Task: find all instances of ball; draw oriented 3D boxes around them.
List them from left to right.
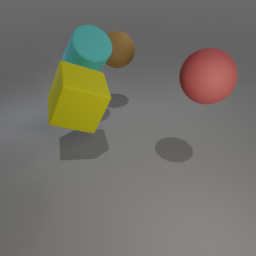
[{"bbox_3d":[-0.422,-3.075,11.034,1.400,1.400,1.400,0,33,0],"label":"ball"},{"bbox_3d":[2.001,-1.294,7.040,1.400,1.400,1.400,0,33,0],"label":"ball"}]

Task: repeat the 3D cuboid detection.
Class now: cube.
[{"bbox_3d":[-1.497,-0.898,8.305,1.400,1.400,1.400,12,36,-26],"label":"cube"}]

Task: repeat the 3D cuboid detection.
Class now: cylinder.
[{"bbox_3d":[-1.439,-2.571,9.736,1.400,1.400,1.400,9,68,-23],"label":"cylinder"}]
